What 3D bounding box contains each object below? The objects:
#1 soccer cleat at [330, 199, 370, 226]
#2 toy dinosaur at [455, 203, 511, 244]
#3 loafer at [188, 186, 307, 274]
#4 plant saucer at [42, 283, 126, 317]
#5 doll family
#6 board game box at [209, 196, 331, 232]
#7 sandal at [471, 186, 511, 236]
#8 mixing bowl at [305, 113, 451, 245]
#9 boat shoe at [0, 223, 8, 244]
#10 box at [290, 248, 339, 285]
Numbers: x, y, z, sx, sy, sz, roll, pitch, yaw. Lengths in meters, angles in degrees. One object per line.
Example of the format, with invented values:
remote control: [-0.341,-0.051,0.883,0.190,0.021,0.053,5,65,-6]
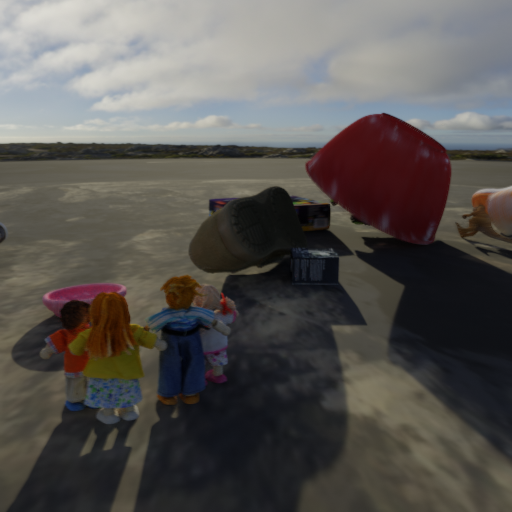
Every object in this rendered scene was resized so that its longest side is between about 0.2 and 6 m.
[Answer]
soccer cleat: [2.840,-1.013,13.469,2.257,0.915,0.762,35,-1,20]
toy dinosaur: [5.011,-0.687,12.452,0.974,0.554,1.835,-25,32,15]
loafer: [-0.094,-0.435,9.759,1.185,1.336,3.515,-21,-5,22]
plant saucer: [-2.289,0.606,7.531,1.085,0.275,1.085,-3,9,0]
doll family: [-0.876,0.763,4.913,1.875,1.164,0.845,-6,14,-26]
board game box: [0.295,-1.066,14.162,2.492,0.707,2.060,-5,15,-24]
sandal: [5.749,-0.965,13.008,0.863,1.153,3.010,-32,8,-7]
mixing bowl: [2.957,-1.960,12.339,3.361,1.820,3.361,23,25,-12]
boat shoe: [-5.916,-0.348,11.135,1.859,0.668,0.553,-3,17,5]
box: [0.947,0.162,9.232,0.748,0.472,0.761,2,13,0]
